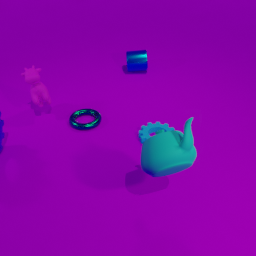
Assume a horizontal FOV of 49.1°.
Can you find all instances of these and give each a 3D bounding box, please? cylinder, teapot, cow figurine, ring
[{"bbox_3d":[0.385,-2.853,11.910,0.870,0.870,0.870,-4,36,3],"label":"cylinder"},{"bbox_3d":[0.791,0.431,5.611,1.131,1.819,0.891,-2,65,-32],"label":"teapot"},{"bbox_3d":[-2.902,-1.326,8.961,0.652,1.168,1.187,-19,-3,-7],"label":"cow figurine"},{"bbox_3d":[-1.380,-0.296,9.067,1.057,0.211,1.057,-1,37,0],"label":"ring"}]

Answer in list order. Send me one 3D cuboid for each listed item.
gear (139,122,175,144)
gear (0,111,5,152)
[{"bbox_3d":[0.883,0.216,8.367,1.103,0.204,1.103,0,36,0],"label":"gear"},{"bbox_3d":[-3.615,0.222,7.233,0.282,1.525,1.525,4,36,-4],"label":"gear"}]
